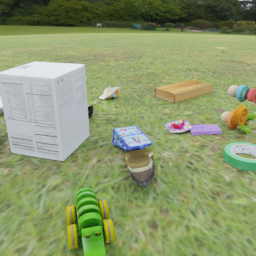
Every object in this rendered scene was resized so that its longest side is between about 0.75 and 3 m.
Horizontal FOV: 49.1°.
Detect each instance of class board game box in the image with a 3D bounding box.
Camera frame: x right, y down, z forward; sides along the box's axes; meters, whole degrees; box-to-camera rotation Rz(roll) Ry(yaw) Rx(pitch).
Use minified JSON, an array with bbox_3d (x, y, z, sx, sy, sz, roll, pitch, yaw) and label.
[{"bbox_3d":[1.887,-0.157,10.495,0.869,0.214,1.100,-13,23,-3],"label":"board game box"}]

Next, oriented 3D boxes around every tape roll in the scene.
[{"bbox_3d":[3.524,0.831,8.342,1.269,0.305,1.269,1,24,0],"label":"tape roll"}]

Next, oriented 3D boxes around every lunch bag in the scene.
[{"bbox_3d":[0.141,0.422,8.925,0.878,0.548,1.166,-7,25,-29],"label":"lunch bag"}]

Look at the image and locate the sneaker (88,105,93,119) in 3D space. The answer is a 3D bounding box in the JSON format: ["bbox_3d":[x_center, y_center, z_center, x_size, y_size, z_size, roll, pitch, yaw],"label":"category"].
[{"bbox_3d":[-2.031,-0.616,11.321,0.842,0.552,1.463,11,28,19],"label":"sneaker"}]

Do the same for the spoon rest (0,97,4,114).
[{"bbox_3d":[-4.974,-1.281,12.515,2.750,0.833,1.366,-19,30,-38],"label":"spoon rest"}]

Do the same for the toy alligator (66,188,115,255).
[{"bbox_3d":[-0.689,1.926,5.230,0.861,0.787,2.902,-6,24,-13],"label":"toy alligator"}]

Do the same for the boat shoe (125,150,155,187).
[{"bbox_3d":[0.312,1.013,7.422,0.790,0.699,2.157,-7,4,7],"label":"boat shoe"}]

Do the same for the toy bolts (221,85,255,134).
[{"bbox_3d":[3.876,-0.803,10.044,1.141,1.645,1.571,24,7,42],"label":"toy bolts"}]

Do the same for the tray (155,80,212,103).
[{"bbox_3d":[2.896,-1.957,14.449,2.821,0.522,1.392,-16,29,-35],"label":"tray"}]

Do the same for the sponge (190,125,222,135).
[{"bbox_3d":[2.809,0.058,10.280,1.091,0.163,0.609,-2,23,-3],"label":"sponge"}]

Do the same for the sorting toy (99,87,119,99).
[{"bbox_3d":[-0.964,-1.645,13.831,0.844,0.501,0.938,-32,22,-29],"label":"sorting toy"}]

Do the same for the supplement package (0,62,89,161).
[{"bbox_3d":[-2.517,-0.619,8.840,1.910,2.536,1.925,7,25,16],"label":"supplement package"}]
